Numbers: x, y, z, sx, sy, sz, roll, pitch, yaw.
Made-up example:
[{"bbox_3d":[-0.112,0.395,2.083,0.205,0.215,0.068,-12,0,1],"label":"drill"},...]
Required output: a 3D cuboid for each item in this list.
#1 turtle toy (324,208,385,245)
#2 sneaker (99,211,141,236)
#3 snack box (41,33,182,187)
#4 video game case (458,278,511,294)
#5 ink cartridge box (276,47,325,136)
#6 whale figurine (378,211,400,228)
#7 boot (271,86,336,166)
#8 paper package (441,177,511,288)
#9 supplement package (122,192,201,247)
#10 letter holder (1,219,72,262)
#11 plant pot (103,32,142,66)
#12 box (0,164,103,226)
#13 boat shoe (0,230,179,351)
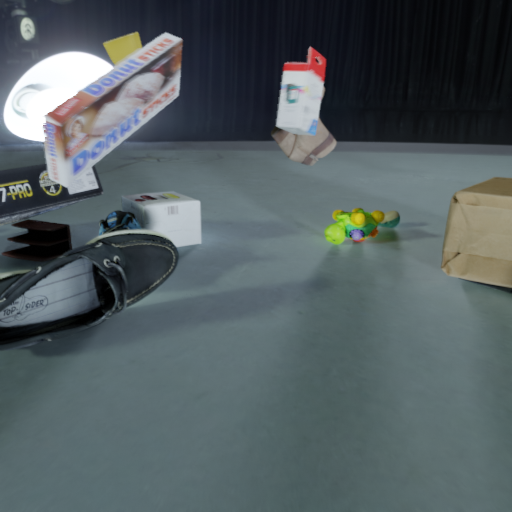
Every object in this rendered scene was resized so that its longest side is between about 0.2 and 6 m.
[{"bbox_3d":[2.150,-0.656,12.536,1.404,0.710,1.024,-8,12,-23],"label":"turtle toy"},{"bbox_3d":[-2.570,-0.181,9.843,1.030,1.182,2.628,-1,15,-4],"label":"sneaker"},{"bbox_3d":[-1.938,-2.157,7.959,0.343,1.015,2.823,26,48,10],"label":"snack box"},{"bbox_3d":[4.428,0.366,9.842,1.420,0.135,1.014,-8,17,-33],"label":"video game case"},{"bbox_3d":[0.820,-2.937,10.067,0.469,1.396,0.811,10,6,26],"label":"ink cartridge box"},{"bbox_3d":[3.274,-0.859,14.170,0.758,0.393,0.603,-19,13,26],"label":"whale figurine"},{"bbox_3d":[1.243,-2.766,12.199,1.303,1.782,0.626,28,43,-27],"label":"boot"},{"bbox_3d":[5.001,-0.405,9.615,2.760,1.498,2.895,11,17,32],"label":"paper package"},{"bbox_3d":[-2.130,-0.806,12.500,1.326,1.020,1.387,-10,19,-32],"label":"supplement package"},{"bbox_3d":[-4.561,-0.316,11.492,1.231,0.619,0.875,8,19,27],"label":"letter holder"},{"bbox_3d":[-2.565,-4.003,11.098,0.624,0.643,0.629,-16,25,4],"label":"plant pot"},{"bbox_3d":[-5.672,-0.978,11.422,3.212,0.979,3.985,-13,8,34],"label":"box"},{"bbox_3d":[-2.270,0.451,7.482,3.205,1.198,1.063,-13,20,-37],"label":"boat shoe"}]
